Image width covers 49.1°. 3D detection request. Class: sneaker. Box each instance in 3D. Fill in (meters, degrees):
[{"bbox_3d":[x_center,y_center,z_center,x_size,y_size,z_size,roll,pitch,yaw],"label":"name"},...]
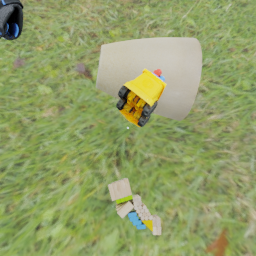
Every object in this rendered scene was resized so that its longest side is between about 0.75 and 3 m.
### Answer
[{"bbox_3d":[-2.520,-1.727,5.153,0.930,0.607,1.662,47,114,19],"label":"sneaker"}]

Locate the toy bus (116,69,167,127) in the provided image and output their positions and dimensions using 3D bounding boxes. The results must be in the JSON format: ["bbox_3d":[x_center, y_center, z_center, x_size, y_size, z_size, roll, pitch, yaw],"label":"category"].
[{"bbox_3d":[0.278,-0.545,4.563,0.592,0.872,0.837,37,65,9],"label":"toy bus"}]

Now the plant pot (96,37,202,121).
[{"bbox_3d":[0.321,-1.183,6.056,1.927,1.805,1.805,8,62,-8],"label":"plant pot"}]

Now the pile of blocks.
[{"bbox_3d":[0.099,1.561,5.458,0.560,0.424,1.365,-40,91,-9],"label":"pile of blocks"}]
